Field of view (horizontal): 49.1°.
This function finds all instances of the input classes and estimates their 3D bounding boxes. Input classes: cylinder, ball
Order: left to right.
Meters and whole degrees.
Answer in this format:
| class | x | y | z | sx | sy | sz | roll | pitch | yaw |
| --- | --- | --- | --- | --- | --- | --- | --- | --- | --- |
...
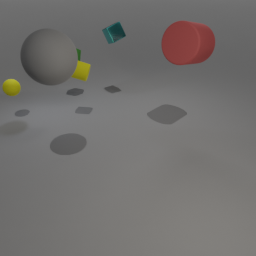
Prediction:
| class | x | y | z | sx | sy | sz | roll | pitch | yaw |
| --- | --- | --- | --- | --- | --- | --- | --- | --- | --- |
| ball | -4.831 | -1.675 | 11.625 | 0.700 | 0.700 | 0.700 | 0 | 29 | 0 |
| ball | -1.985 | -1.787 | 7.112 | 1.400 | 1.400 | 1.400 | 0 | 29 | 0 |
| cylinder | -1.921 | -2.290 | 11.152 | 0.700 | 0.700 | 0.700 | 16 | 28 | -6 |
| cylinder | 2.086 | -2.905 | 9.637 | 1.400 | 1.400 | 1.400 | 20 | 24 | 32 |

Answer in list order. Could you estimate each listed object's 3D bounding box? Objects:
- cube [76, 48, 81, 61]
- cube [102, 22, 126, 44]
| class | x | y | z | sx | sy | sz | roll | pitch | yaw |
| --- | --- | --- | --- | --- | --- | --- | --- | --- | --- |
| cube | -2.737 | -3.421 | 13.303 | 0.700 | 0.700 | 0.700 | 6 | 2 | 29 |
| cube | -0.634 | -4.286 | 12.639 | 0.700 | 0.700 | 0.700 | -32 | 22 | -14 |
